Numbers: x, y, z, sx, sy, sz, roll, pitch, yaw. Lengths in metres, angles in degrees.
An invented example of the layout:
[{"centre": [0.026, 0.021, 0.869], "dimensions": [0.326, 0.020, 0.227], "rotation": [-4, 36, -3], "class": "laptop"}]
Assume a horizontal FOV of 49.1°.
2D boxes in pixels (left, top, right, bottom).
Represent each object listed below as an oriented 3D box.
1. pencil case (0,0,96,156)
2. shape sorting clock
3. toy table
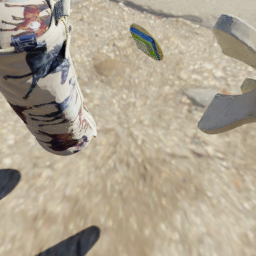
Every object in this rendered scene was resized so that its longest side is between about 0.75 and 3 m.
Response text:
[{"centre": [-1.247, -0.615, 4.400], "dimensions": [1.292, 2.888, 1.124], "rotation": [2, 59, 6], "class": "pencil case"}, {"centre": [0.411, -1.846, 6.042], "dimensions": [0.196, 0.998, 0.998], "rotation": [-47, 62, -3], "class": "shape sorting clock"}, {"centre": [2.352, -0.696, 4.280], "dimensions": [1.570, 2.682, 2.465], "rotation": [32, 77, 39], "class": "toy table"}]
